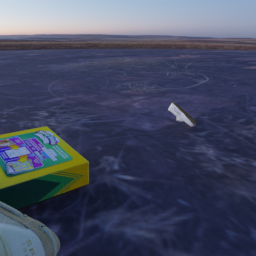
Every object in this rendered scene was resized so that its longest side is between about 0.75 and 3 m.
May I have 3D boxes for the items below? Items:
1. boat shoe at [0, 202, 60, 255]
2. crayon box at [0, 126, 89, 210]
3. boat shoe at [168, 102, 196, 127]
[{"bbox_3d":[-2.098,1.084,3.372,2.867,1.046,0.902,6,5,34],"label":"boat shoe"},{"bbox_3d":[-1.852,0.640,5.149,1.580,0.534,1.831,-12,29,-36],"label":"crayon box"},{"bbox_3d":[1.586,-0.334,8.286,0.346,0.339,0.978,-1,43,-53],"label":"boat shoe"}]
